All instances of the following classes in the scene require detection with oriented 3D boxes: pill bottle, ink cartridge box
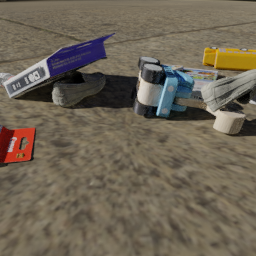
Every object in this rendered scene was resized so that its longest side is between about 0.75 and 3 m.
[{"bbox_3d":[-4.058,-1.584,9.556,0.898,0.520,0.520,23,36,37],"label":"pill bottle"},{"bbox_3d":[-2.048,-2.058,9.076,2.925,0.635,2.898,-16,15,37],"label":"ink cartridge box"},{"bbox_3d":[-3.179,0.259,6.314,1.907,0.544,1.550,-10,30,-9],"label":"ink cartridge box"}]

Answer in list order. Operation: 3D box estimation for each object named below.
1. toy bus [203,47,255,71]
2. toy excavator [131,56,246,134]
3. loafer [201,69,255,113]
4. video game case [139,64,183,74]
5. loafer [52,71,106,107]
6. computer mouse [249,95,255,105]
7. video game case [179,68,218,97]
[{"bbox_3d":[4.320,-2.847,11.622,2.289,0.745,0.896,6,30,9],"label":"toy bus"},{"bbox_3d":[1.540,-0.864,7.675,2.669,1.333,2.595,8,28,-7],"label":"toy excavator"},{"bbox_3d":[2.929,-0.993,7.151,2.253,0.786,0.788,-18,-1,-13],"label":"loafer"},{"bbox_3d":[1.273,-2.193,10.776,1.286,0.147,1.170,-27,29,-32],"label":"video game case"},{"bbox_3d":[-1.474,-1.432,8.950,0.833,0.832,2.384,13,32,23],"label":"loafer"},{"bbox_3d":[4.503,-0.865,8.130,1.590,0.636,2.899,-21,35,-32],"label":"computer mouse"},{"bbox_3d":[2.279,-1.711,10.109,1.710,0.215,2.388,10,31,18],"label":"video game case"}]
